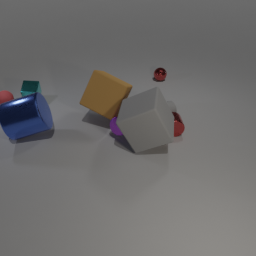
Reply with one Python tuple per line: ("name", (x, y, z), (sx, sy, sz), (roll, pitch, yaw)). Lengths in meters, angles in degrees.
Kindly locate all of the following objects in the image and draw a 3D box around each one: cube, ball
("cube", (0.624, -0.267, 9.335), (1.400, 1.400, 1.400), (-19, 32, 23))
("cube", (-4.331, -1.635, 12.559), (0.700, 0.700, 0.700), (2, 57, -5))
("ball", (-5.244, -1.253, 11.951), (0.700, 0.700, 0.700), (0, 32, 0))
("cube", (-0.809, -1.301, 10.854), (1.400, 1.400, 1.400), (27, 12, 3))
("ball", (1.708, -2.852, 14.846), (0.700, 0.700, 0.700), (0, 32, 0))

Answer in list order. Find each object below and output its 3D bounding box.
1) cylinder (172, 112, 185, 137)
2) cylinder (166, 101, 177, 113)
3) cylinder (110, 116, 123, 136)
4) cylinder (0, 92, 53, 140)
("cylinder", (1.717, -0.141, 10.529), (0.700, 0.700, 0.700), (-1, 32, -2))
("cylinder", (1.504, -0.716, 11.404), (0.700, 0.700, 0.700), (-13, 34, -19))
("cylinder", (-0.201, -0.151, 10.213), (0.700, 0.700, 0.700), (15, 23, 23))
("cylinder", (-3.624, -0.419, 10.015), (1.400, 1.400, 1.400), (-17, 33, 3))
